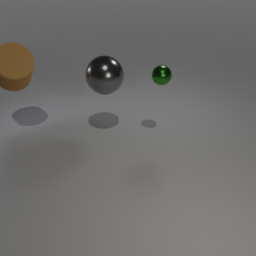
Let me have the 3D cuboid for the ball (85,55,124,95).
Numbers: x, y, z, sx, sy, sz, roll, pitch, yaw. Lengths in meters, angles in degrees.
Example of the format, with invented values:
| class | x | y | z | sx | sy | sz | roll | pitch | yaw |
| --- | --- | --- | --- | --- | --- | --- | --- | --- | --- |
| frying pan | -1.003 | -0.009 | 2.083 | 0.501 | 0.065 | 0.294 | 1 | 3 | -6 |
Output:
| class | x | y | z | sx | sy | sz | roll | pitch | yaw |
| --- | --- | --- | --- | --- | --- | --- | --- | --- | --- |
| ball | -0.844 | -1.913 | 10.172 | 1.400 | 1.400 | 1.400 | 0 | 30 | 0 |

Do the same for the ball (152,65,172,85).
| class | x | y | z | sx | sy | sz | roll | pitch | yaw |
| --- | --- | --- | --- | --- | --- | --- | --- | --- | --- |
| ball | 1.171 | -1.834 | 9.740 | 0.700 | 0.700 | 0.700 | 0 | 30 | 0 |

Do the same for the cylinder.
| class | x | y | z | sx | sy | sz | roll | pitch | yaw |
| --- | --- | --- | --- | --- | --- | --- | --- | --- | --- |
| cylinder | -4.264 | -2.228 | 10.403 | 1.400 | 1.400 | 1.400 | -15 | -4 | -25 |
